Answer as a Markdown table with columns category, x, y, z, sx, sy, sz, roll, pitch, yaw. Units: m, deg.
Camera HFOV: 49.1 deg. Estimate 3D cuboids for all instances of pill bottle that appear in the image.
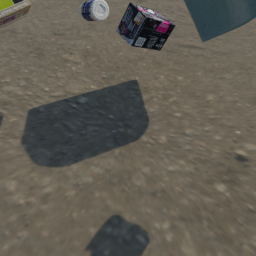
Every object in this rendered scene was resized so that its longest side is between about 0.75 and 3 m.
| category | x | y | z | sx | sy | sz | roll | pitch | yaw |
| --- | --- | --- | --- | --- | --- | --- | --- | --- | --- |
| pill bottle | -0.905 | -2.973 | 7.101 | 0.494 | 0.494 | 0.890 | -26 | 30 | -26 |

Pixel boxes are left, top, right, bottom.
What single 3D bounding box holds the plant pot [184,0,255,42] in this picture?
| category | x | y | z | sx | sy | sz | roll | pitch | yaw |
| --- | --- | --- | --- | --- | --- | --- | --- | --- | --- |
| plant pot | 2.634 | -3.766 | 7.119 | 1.985 | 1.949 | 1.944 | -7 | 52 | 33 |

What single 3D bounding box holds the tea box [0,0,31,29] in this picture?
| category | x | y | z | sx | sy | sz | roll | pitch | yaw |
| --- | --- | --- | --- | --- | --- | --- | --- | --- | --- |
| tea box | -2.372 | -2.296 | 4.949 | 0.896 | 0.881 | 0.599 | -36 | 15 | -23 |

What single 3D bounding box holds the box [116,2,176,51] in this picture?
| category | x | y | z | sx | sy | sz | roll | pitch | yaw |
| --- | --- | --- | --- | --- | --- | --- | --- | --- | --- |
| box | 0.297 | -1.677 | 4.717 | 0.822 | 0.543 | 0.472 | -9 | 51 | -47 |
